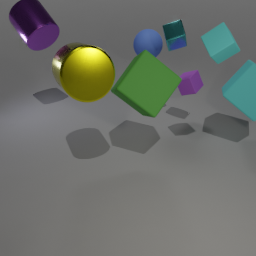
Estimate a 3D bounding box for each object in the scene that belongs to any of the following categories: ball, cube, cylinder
[{"bbox_3d":[0.954,-3.991,13.390,1.400,1.400,1.400,0,30,0],"label":"ball"},{"bbox_3d":[2.570,-2.336,7.778,0.700,0.700,0.700,11,55,-55],"label":"cube"},{"bbox_3d":[-3.613,-3.989,10.845,1.400,1.400,1.400,-29,77,-40],"label":"cylinder"},{"bbox_3d":[2.432,-1.781,11.060,0.700,0.700,0.700,-3,33,47],"label":"cube"},{"bbox_3d":[-1.212,-1.507,7.431,1.400,1.400,1.400,-12,22,-19],"label":"cylinder"},{"bbox_3d":[0.501,-1.300,8.559,1.400,1.400,1.400,36,-2,-12],"label":"cube"},{"bbox_3d":[4.282,-1.334,9.717,1.400,1.400,1.400,40,24,1],"label":"cube"},{"bbox_3d":[1.707,-3.360,10.213,0.700,0.700,0.700,-14,68,11],"label":"cube"}]
